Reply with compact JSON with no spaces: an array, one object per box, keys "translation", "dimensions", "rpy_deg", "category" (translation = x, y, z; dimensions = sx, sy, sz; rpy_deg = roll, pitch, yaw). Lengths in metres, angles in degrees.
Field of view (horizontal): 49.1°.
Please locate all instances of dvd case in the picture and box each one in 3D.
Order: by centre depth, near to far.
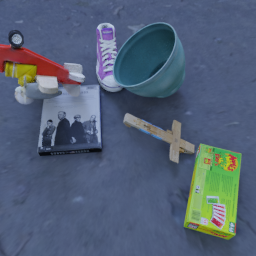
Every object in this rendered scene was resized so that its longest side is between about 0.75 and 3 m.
[{"translation":[-1.602,-0.288,7.958],"dimensions":[1.682,0.277,2.238],"rpy_deg":[-4,55,-2],"category":"dvd case"}]

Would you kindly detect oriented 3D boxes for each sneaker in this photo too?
[{"translation":[-0.643,-2.313,8.717],"dimensions":[0.854,1.343,2.356],"rpy_deg":[-10,56,-8],"category":"sneaker"}]

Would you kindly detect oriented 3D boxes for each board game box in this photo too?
[{"translation":[2.020,1.432,6.607],"dimensions":[1.021,0.478,2.009],"rpy_deg":[14,58,8],"category":"board game box"}]

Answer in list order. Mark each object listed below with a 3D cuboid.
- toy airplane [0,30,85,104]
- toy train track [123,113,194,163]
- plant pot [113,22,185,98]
[{"translation":[-2.362,-1.341,7.519],"dimensions":[2.350,2.360,1.665],"rpy_deg":[31,98,15],"category":"toy airplane"},{"translation":[0.779,0.211,7.177],"dimensions":[2.107,0.343,1.209],"rpy_deg":[25,55,-20],"category":"toy train track"},{"translation":[0.796,-1.716,8.025],"dimensions":[2.075,1.390,2.075],"rpy_deg":[-22,51,31],"category":"plant pot"}]
